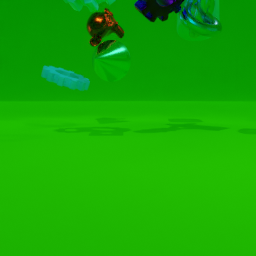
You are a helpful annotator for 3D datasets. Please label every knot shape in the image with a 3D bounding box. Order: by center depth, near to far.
[{"bbox_3d":[1.833,-3.014,7.246,0.879,1.781,1.903,-16,-38,23],"label":"knot shape"}]

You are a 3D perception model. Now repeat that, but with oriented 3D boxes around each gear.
[{"bbox_3d":[0.837,-3.076,5.969,1.610,1.610,0.298,-7,49,-48],"label":"gear"},{"bbox_3d":[-0.769,-3.330,6.013,1.656,1.656,0.306,2,-12,18],"label":"gear"},{"bbox_3d":[-1.591,-1.283,7.199,1.200,0.222,1.200,19,16,-6],"label":"gear"}]

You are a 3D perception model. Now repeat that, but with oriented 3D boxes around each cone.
[{"bbox_3d":[-0.806,-2.258,9.304,1.459,1.459,1.465,2,11,16],"label":"cone"}]

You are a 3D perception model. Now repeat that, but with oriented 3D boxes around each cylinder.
[{"bbox_3d":[2.327,-3.853,9.331,1.361,1.361,1.361,4,-17,1],"label":"cylinder"}]

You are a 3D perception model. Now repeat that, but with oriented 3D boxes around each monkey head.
[{"bbox_3d":[-0.865,-3.653,10.305,1.088,1.806,1.300,-26,-46,32],"label":"monkey head"}]
